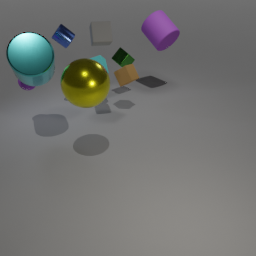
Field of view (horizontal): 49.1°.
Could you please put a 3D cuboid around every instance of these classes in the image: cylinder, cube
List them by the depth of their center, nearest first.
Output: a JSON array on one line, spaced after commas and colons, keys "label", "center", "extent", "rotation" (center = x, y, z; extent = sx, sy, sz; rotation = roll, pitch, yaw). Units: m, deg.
[{"label": "cylinder", "center": [-3.120, -2.196, 9.162], "extent": [1.400, 1.400, 1.400], "rotation": [-8, -2, -15]}, {"label": "cube", "center": [-0.969, -3.351, 9.979], "extent": [0.700, 0.700, 0.700], "rotation": [-7, 7, -11]}, {"label": "cylinder", "center": [-2.640, -3.753, 11.445], "extent": [0.700, 0.700, 0.700], "rotation": [34, 18, -25]}, {"label": "cube", "center": [-0.059, -2.326, 12.335], "extent": [0.700, 0.700, 0.700], "rotation": [-22, 6, 35]}, {"label": "cube", "center": [-1.351, -2.718, 12.419], "extent": [0.700, 0.700, 0.700], "rotation": [-15, -4, 13]}, {"label": "cube", "center": [-0.234, -3.408, 13.849], "extent": [0.700, 0.700, 0.700], "rotation": [45, 11, 28]}, {"label": "cylinder", "center": [1.611, -4.822, 13.936], "extent": [1.400, 1.400, 1.400], "rotation": [-26, 74, -38]}]

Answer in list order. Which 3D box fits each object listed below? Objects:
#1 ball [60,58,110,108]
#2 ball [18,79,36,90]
[{"label": "ball", "center": [-1.207, -1.269, 7.991], "extent": [1.400, 1.400, 1.400], "rotation": [0, 29, 0]}, {"label": "ball", "center": [-3.853, -1.797, 10.748], "extent": [0.700, 0.700, 0.700], "rotation": [0, 29, 0]}]
